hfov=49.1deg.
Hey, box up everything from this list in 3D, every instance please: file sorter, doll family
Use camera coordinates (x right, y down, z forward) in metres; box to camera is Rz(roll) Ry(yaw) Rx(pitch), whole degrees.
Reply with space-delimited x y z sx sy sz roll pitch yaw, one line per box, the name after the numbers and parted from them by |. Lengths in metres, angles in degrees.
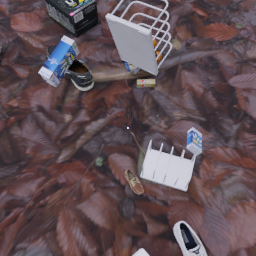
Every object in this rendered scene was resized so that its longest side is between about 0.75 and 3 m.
0.596 -3.622 10.686 1.792 2.582 1.608 29 78 20 | file sorter
0.593 -3.467 12.850 1.712 1.243 2.759 -24 57 7 | doll family
1.457 1.313 10.058 1.747 1.088 1.212 16 62 8 | file sorter

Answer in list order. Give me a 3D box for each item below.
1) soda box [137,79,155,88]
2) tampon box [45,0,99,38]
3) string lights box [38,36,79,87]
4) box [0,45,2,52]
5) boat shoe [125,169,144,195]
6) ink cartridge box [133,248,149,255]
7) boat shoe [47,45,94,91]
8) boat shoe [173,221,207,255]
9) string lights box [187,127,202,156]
0.802 -1.976 12.415 0.807 0.258 0.273 -3 60 -1 | soda box
-2.790 -5.922 14.043 2.150 1.357 1.611 40 68 20 | tampon box
-2.543 -2.465 10.445 0.498 0.868 1.690 29 81 10 | string lights box
-6.625 -3.010 12.628 1.095 0.912 2.666 0 61 0 | box
0.215 1.935 10.102 0.398 0.377 1.050 -32 65 -17 | boat shoe
0.266 4.572 7.442 1.702 2.353 1.732 -37 66 -19 | ink cartridge box
-2.629 -2.943 12.559 1.077 1.014 3.000 -39 66 -18 | boat shoe
2.065 3.902 8.812 0.738 0.656 2.007 -27 64 -15 | boat shoe
2.117 0.420 8.915 0.435 0.250 0.847 35 40 -16 | string lights box
